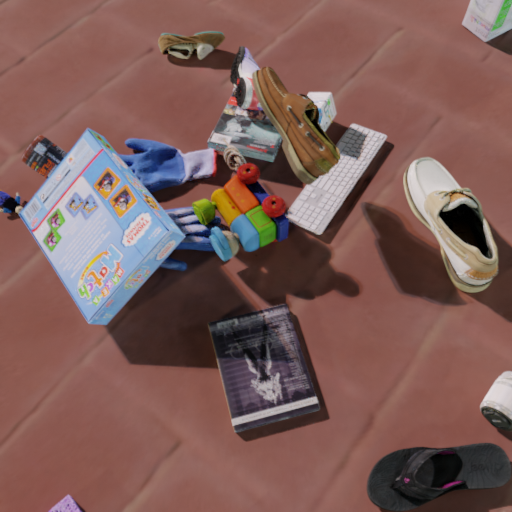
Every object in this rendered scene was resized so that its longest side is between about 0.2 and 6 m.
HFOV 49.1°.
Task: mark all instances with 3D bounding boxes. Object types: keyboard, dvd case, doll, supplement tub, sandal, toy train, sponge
[{"bbox_3d":[1.806,-1.782,12.473,0.909,0.172,3.229,28,63,16],"label":"keyboard"},{"bbox_3d":[0.106,1.996,10.245,1.558,0.167,2.095,-13,60,-8],"label":"dvd case"},{"bbox_3d":[-5.333,-1.159,12.087,0.829,0.201,0.566,32,65,18],"label":"doll"},{"bbox_3d":[-4.251,-1.924,11.998,1.345,0.720,0.720,36,61,-17],"label":"supplement tub"},{"bbox_3d":[2.977,3.485,9.123,2.443,0.585,0.918,-11,60,-6],"label":"sandal"},{"bbox_3d":[-0.645,-1.202,11.553,1.573,1.151,2.719,-28,63,-16],"label":"toy train"},{"bbox_3d":[-0.069,-3.103,13.057,1.565,0.236,2.143,13,51,8],"label":"dvd case"},{"bbox_3d":[-3.288,4.489,8.759,1.312,0.196,0.732,-36,66,-20],"label":"sponge"}]

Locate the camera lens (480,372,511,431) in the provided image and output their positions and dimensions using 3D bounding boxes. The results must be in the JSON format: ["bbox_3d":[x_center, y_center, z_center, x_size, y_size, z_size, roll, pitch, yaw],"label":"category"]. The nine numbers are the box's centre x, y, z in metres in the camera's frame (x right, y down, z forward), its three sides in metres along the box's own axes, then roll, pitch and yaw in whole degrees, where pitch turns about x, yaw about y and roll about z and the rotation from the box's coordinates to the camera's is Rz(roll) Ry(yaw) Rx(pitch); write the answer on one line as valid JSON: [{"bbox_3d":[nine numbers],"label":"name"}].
[{"bbox_3d":[4.334,2.514,9.637,0.682,0.682,0.853,35,66,19],"label":"camera lens"}]

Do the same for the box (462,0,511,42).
[{"bbox_3d":[6.587,-6.843,14.536,1.975,1.743,0.955,-30,64,-17],"label":"box"}]

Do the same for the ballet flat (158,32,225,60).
[{"bbox_3d":[-1.664,-5.386,14.423,1.733,0.588,0.627,0,80,0],"label":"ballet flat"}]

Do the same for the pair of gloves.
[{"bbox_3d":[-2.112,-1.203,12.008,2.817,0.399,3.503,-4,59,-2],"label":"pair of gloves"}]

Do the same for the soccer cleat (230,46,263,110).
[{"bbox_3d":[-0.108,-4.230,13.448,0.828,0.772,2.264,9,45,-19],"label":"soccer cleat"}]

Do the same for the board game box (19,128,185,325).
[{"bbox_3d":[-3.087,-0.604,10.838,2.367,0.573,3.129,-47,63,11],"label":"board game box"}]

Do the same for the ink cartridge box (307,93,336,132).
[{"bbox_3d":[1.389,-3.311,12.986,0.600,0.603,0.822,9,52,32],"label":"ink cartridge box"}]

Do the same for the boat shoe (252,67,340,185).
[{"bbox_3d":[0.835,-2.741,11.067,0.911,0.964,2.679,-33,75,28],"label":"boat shoe"}]

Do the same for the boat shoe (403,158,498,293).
[{"bbox_3d":[4.040,-0.887,11.403,1.192,1.091,3.189,-15,61,-9],"label":"boat shoe"}]
